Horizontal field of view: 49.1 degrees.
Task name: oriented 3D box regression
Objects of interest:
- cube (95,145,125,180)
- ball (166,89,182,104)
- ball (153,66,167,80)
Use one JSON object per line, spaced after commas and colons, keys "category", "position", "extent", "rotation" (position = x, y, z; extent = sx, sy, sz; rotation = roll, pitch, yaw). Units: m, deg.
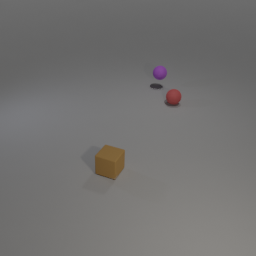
{"category": "cube", "position": [-0.554, 1.046, 8.695], "extent": [0.700, 0.700, 0.700], "rotation": [14, 32, 19]}
{"category": "ball", "position": [2.069, -1.416, 12.690], "extent": [0.700, 0.700, 0.700], "rotation": [0, 31, 0]}
{"category": "ball", "position": [1.586, -2.739, 13.908], "extent": [0.700, 0.700, 0.700], "rotation": [0, 31, 0]}
